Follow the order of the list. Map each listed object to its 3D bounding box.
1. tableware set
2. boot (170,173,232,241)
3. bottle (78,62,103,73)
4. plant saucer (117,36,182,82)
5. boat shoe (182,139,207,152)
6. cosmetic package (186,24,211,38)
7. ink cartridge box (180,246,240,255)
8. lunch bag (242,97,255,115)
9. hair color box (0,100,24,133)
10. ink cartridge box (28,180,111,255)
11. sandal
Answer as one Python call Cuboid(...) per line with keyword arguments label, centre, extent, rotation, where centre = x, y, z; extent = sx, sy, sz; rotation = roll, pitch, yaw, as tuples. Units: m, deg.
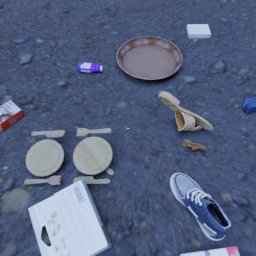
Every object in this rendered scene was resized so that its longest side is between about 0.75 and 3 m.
Cuboid(label="tableware set", centre=(-1.991, 1.039, 9.696), extent=(2.995, 0.600, 1.980), rotation=(-2, 65, 5))
Cuboid(label="boot", centre=(2.195, 2.168, 8.521), extent=(0.879, 1.091, 2.416), rotation=(-27, 58, -19))
Cuboid(label="bottle", centre=(-1.677, -2.691, 12.552), extent=(1.074, 0.351, 0.449), rotation=(5, 52, 4))
Cuboid(label="plant saucer", centre=(0.964, -3.083, 12.755), extent=(2.948, 0.508, 2.948), rotation=(0, 53, 0))
Cuboid(label="boat shoe", centre=(2.386, 0.712, 10.112), extent=(0.871, 0.313, 0.296), rotation=(19, 63, 22))
Cuboid(label="cosmetic package", centre=(3.577, -4.913, 14.226), extent=(1.088, 0.281, 0.821), rotation=(-1, 52, -1))
Cuboid(label="ink cartridge box", centre=(2.248, 3.938, 7.484), extent=(1.600, 0.678, 1.165), rotation=(-5, 54, -5))
Cuboid(label="lunch bag", centre=(4.976, -0.926, 11.152), extent=(0.759, 0.516, 0.502), rotation=(-14, 55, -10))
Cuboid(label="hair color box", centre=(-4.854, -0.378, 10.798), extent=(0.781, 0.450, 1.408), rotation=(36, 63, 23))
Cuboid(label="ink cartridge box", centre=(-1.754, 2.914, 8.274), extent=(1.851, 0.464, 2.132), rotation=(-28, 63, 0))
Cuboid(label="sandal", centre=(1.951, -0.303, 10.177), extent=(2.451, 0.899, 0.806), rotation=(35, 79, -16))
